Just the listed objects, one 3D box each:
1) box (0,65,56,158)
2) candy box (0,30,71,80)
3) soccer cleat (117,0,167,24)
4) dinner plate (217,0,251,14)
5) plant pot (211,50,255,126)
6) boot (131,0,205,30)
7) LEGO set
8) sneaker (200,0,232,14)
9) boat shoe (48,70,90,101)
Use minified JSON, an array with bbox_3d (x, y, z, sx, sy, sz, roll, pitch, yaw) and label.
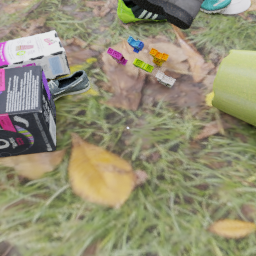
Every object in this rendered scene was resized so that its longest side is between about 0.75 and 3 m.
[{"bbox_3d":[-3.436,-0.297,7.058,2.930,1.791,1.554,-7,55,-5],"label":"box"},{"bbox_3d":[-3.321,-2.049,8.650,2.709,0.826,1.847,-18,42,-11],"label":"candy box"},{"bbox_3d":[0.859,-4.584,10.525,2.569,1.041,0.867,-10,56,-7],"label":"soccer cleat"},{"bbox_3d":[4.032,-5.421,11.622,2.110,0.256,2.110,0,54,-1],"label":"dinner plate"},{"bbox_3d":[3.612,-0.994,7.390,2.349,2.555,2.555,22,57,29],"label":"plant pot"},{"bbox_3d":[0.659,-2.367,4.613,1.461,0.510,0.962,32,93,2],"label":"boot"},{"bbox_3d":[0.632,-2.145,9.023,2.365,0.970,0.902,30,91,14],"label":"LEGO set"},{"bbox_3d":[2.932,-5.140,10.937,2.209,0.880,0.856,19,77,16],"label":"sneaker"},{"bbox_3d":[-2.168,-1.283,8.468,2.026,0.626,0.738,-15,56,-11],"label":"boat shoe"}]
